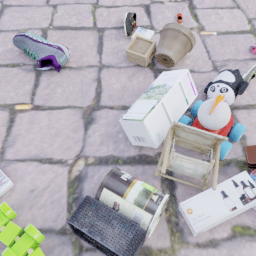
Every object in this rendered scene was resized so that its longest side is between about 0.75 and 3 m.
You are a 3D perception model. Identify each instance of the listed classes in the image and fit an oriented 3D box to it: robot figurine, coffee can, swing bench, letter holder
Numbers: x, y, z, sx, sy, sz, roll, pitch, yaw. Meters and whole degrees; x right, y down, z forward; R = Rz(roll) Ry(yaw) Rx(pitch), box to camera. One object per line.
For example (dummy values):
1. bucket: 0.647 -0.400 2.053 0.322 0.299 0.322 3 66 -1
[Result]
1. robot figurine: 3.720 -1.557 10.646 1.077 1.296 1.725 40 60 0
2. coffee can: 0.114 2.057 7.885 1.741 1.274 1.274 26 58 17
3. swing bench: 1.881 0.861 8.458 1.664 1.085 1.672 18 74 -1
4. letter holder: 4.336 0.977 8.672 1.216 0.612 0.864 -9 33 19

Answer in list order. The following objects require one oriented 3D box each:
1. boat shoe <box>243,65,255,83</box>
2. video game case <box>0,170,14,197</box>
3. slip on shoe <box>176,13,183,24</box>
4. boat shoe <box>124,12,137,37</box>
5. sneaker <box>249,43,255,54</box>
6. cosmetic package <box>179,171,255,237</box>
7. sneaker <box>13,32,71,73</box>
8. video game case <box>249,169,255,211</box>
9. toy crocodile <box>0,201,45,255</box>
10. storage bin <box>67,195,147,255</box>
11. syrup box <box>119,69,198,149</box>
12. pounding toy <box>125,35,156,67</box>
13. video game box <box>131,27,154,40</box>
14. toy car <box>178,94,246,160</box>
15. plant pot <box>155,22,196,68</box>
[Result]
1. boat shoe: 5.068 -2.168 11.530 0.353 0.422 1.180 38 69 25
2. video game case: -5.043 1.881 8.649 2.010 0.254 2.206 35 61 23
3. slip on shoe: 2.610 -5.542 14.081 0.331 0.274 0.895 4 52 5
4. boat shoe: 0.121 -5.012 13.449 0.557 0.650 1.777 -1 49 9
5. sneaker: 6.057 -3.459 12.493 1.186 0.468 0.566 36 50 22
6. cosmetic package: 2.666 2.154 8.073 2.240 0.567 0.925 -25 55 -7
7. sneaker: -3.898 -3.215 11.954 2.747 1.022 1.203 17 61 11
8. video game case: 4.986 1.773 8.729 2.828 0.247 2.022 -35 62 -24
9. toy crocodile: -3.169 2.890 7.592 2.960 0.914 0.999 28 58 23
10. storage bin: -0.536 2.744 7.384 1.873 1.266 0.878 25 58 17
11. syrup box: 1.138 -0.745 9.688 1.160 1.200 2.947 5 43 45
12. pounding toy: 0.725 -3.343 12.223 1.157 0.894 1.257 25 68 18
13. video game box: 0.703 -4.374 13.264 0.814 0.209 0.893 23 57 13
14. toy car: 2.866 -0.405 9.180 1.933 2.097 1.855 36 62 23
15. plant pot: 1.874 -3.376 11.881 1.579 1.579 1.370 24 74 17
